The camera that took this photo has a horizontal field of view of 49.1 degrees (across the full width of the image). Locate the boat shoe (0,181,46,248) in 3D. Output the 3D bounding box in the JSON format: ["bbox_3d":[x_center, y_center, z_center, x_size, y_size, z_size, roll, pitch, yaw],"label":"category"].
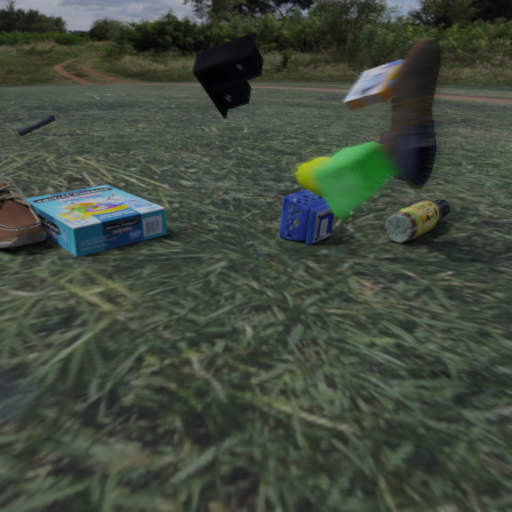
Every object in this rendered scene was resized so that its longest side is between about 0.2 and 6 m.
[{"bbox_3d":[-4.845,-0.873,10.572,1.071,1.015,2.829,-19,28,-40],"label":"boat shoe"}]

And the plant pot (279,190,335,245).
[{"bbox_3d":[1.001,-0.692,10.453,0.754,0.839,0.839,26,33,35],"label":"plant pot"}]

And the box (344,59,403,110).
[{"bbox_3d":[2.308,-3.350,11.067,0.291,0.834,1.401,38,-10,-24],"label":"box"}]

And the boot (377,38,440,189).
[{"bbox_3d":[2.628,-2.174,8.847,0.838,2.243,1.087,-5,38,-17],"label":"boot"}]

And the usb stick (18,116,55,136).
[{"bbox_3d":[-3.899,-2.309,9.924,0.692,0.113,0.192,-22,18,8],"label":"usb stick"}]

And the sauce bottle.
[{"bbox_3d":[3.181,-0.744,10.836,0.599,0.599,1.852,17,28,37],"label":"sauce bottle"}]

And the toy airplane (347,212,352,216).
[{"bbox_3d":[1.632,-1.130,11.776,0.891,0.629,0.887,15,25,35],"label":"toy airplane"}]

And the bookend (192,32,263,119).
[{"bbox_3d":[-0.391,-3.855,12.102,1.412,1.421,0.655,-10,54,24],"label":"bookend"}]

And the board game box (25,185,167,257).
[{"bbox_3d":[-3.179,-0.773,10.942,1.831,0.569,2.426,-17,27,-37],"label":"board game box"}]

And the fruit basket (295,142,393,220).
[{"bbox_3d":[0.749,-0.691,5.157,0.818,0.590,0.818,-32,6,4],"label":"fruit basket"}]
